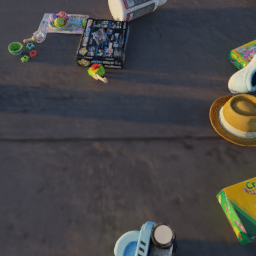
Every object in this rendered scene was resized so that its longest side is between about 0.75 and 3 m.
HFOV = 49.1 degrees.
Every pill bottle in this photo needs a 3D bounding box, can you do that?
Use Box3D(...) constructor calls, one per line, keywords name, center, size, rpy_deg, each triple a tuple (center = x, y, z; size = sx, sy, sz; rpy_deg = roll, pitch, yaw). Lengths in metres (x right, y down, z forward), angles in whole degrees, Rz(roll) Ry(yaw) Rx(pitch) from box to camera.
Box3D(name="pill bottle", center=(0.469, -5.724, 12.476), size=(2.416, 1.399, 1.399), rpy_deg=(-27, 63, -16))

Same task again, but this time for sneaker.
Box3D(name="sneaker", center=(5.075, -2.128, 10.355), size=(2.766, 1.022, 1.133), rpy_deg=(-42, 25, -12))

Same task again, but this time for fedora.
Box3D(name="fedora", center=(4.041, -0.470, 9.639), size=(2.290, 0.934, 2.290), rpy_deg=(0, 60, -1))

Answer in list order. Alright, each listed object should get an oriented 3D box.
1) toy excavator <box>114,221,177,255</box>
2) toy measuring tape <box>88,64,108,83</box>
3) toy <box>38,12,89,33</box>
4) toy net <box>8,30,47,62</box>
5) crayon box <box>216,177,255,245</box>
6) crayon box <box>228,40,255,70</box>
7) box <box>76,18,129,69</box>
Box3D(name="toy excavator", center=(-0.123, 3.560, 7.251), size=(2.498, 1.247, 2.428), rpy_deg=(6, 57, 18))
Box3D(name="toy measuring tape", center=(-1.031, -2.101, 10.647), size=(0.568, 0.568, 1.544), rpy_deg=(-32, 37, -17))
Box3D(name="toy", center=(-2.898, -4.800, 12.453), size=(2.094, 0.494, 1.206), rpy_deg=(7, 60, 4))
Box3D(name="toy net", center=(-4.048, -3.593, 11.806), size=(0.995, 0.366, 1.897), rpy_deg=(31, 64, 16))
Box3D(name="crayon box", center=(4.132, 2.177, 8.167), size=(2.559, 0.745, 1.520), rpy_deg=(-17, 61, -10))
Box3D(name="crayon box", center=(5.055, -2.956, 11.367), size=(1.633, 0.476, 0.970), rpy_deg=(-25, 63, -14))
Box3D(name="box", center=(-0.995, -3.557, 11.679), size=(1.886, 0.546, 2.373), rpy_deg=(5, 60, 3))
